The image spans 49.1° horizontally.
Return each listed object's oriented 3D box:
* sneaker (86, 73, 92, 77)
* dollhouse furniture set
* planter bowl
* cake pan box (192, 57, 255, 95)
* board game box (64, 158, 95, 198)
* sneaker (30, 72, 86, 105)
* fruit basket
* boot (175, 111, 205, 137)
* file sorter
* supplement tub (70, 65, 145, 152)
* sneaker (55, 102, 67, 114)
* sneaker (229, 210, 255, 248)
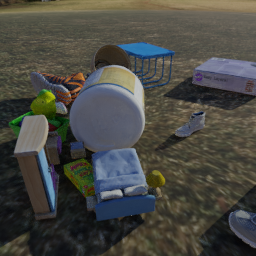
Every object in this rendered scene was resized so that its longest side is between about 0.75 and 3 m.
[{"bbox_3d":[-1.477,-2.549,13.221,1.143,0.469,0.401,14,31,24],"label":"sneaker"},{"bbox_3d":[-0.715,0.437,5.977,2.601,1.698,2.456,-6,35,-7],"label":"dollhouse furniture set"},{"bbox_3d":[-0.904,-2.619,12.292,1.793,1.793,1.207,-17,6,-29],"label":"planter bowl"},{"bbox_3d":[4.706,-2.472,12.779,2.999,0.784,2.762,16,30,27],"label":"cake pan box"},{"bbox_3d":[-1.007,1.131,6.508,0.550,0.258,1.083,-19,33,-31],"label":"board game box"},{"bbox_3d":[-2.627,-1.716,11.046,2.599,1.008,1.456,28,44,31],"label":"sneaker"},{"bbox_3d":[-2.445,-0.271,7.869,1.580,1.580,1.139,11,30,21],"label":"fruit basket"},{"bbox_3d":[1.918,-0.161,8.610,1.194,0.571,0.439,-22,35,-35],"label":"boot"},{"bbox_3d":[0.685,-2.928,12.862,1.678,1.484,2.419,-16,31,-27],"label":"file sorter"},{"bbox_3d":[-0.487,-0.677,8.130,1.935,1.935,2.675,1,27,2],"label":"supplement tub"},{"bbox_3d":[-2.624,-0.668,9.861,1.215,0.455,0.605,23,56,35],"label":"sneaker"},{"bbox_3d":[2.733,1.736,4.825,1.864,0.764,0.697,12,30,22],"label":"sneaker"}]
